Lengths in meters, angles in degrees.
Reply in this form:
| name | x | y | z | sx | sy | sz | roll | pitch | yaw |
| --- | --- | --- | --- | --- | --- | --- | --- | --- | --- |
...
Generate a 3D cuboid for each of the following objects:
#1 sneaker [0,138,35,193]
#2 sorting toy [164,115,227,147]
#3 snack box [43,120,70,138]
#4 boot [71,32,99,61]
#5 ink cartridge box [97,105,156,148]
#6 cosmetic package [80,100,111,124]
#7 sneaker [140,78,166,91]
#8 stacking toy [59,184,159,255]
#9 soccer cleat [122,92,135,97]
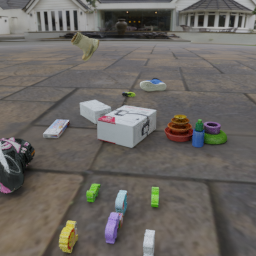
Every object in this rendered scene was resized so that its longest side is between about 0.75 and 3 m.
| name | x | y | z | sx | sy | sz | roll | pitch | yaw |
| --- | --- | --- | --- | --- | --- | --- | --- | --- | --- |
| sneaker | -3.090 | 0.757 | 7.657 | 1.144 | 1.064 | 2.649 | -11 | 25 | -28 |
| sorting toy | 2.397 | -0.014 | 9.756 | 2.204 | 0.905 | 1.324 | 2 | 21 | 3 |
| snack box | -2.695 | 0.009 | 10.683 | 0.542 | 0.183 | 1.508 | 2 | 22 | 5 |
| boot | -1.784 | -3.152 | 10.904 | 0.954 | 0.447 | 1.228 | 15 | -27 | -28 |
| ink cartridge box | 0.013 | -0.134 | 10.164 | 1.431 | 0.822 | 1.971 | 11 | 24 | 26 |
| cosmetic package | -1.392 | -0.716 | 11.955 | 0.826 | 0.594 | 1.463 | -16 | 28 | -31 |
| sneaker | 1.397 | -2.609 | 16.675 | 1.605 | 0.616 | 0.893 | -1 | 27 | -14 |
| stacking toy | -0.229 | 1.759 | 5.824 | 1.672 | 0.521 | 2.218 | 4 | 21 | 9 |
| soccer cleat | 0.042 | -1.872 | 15.362 | 0.756 | 0.245 | 0.316 | 4 | 22 | 11 |
